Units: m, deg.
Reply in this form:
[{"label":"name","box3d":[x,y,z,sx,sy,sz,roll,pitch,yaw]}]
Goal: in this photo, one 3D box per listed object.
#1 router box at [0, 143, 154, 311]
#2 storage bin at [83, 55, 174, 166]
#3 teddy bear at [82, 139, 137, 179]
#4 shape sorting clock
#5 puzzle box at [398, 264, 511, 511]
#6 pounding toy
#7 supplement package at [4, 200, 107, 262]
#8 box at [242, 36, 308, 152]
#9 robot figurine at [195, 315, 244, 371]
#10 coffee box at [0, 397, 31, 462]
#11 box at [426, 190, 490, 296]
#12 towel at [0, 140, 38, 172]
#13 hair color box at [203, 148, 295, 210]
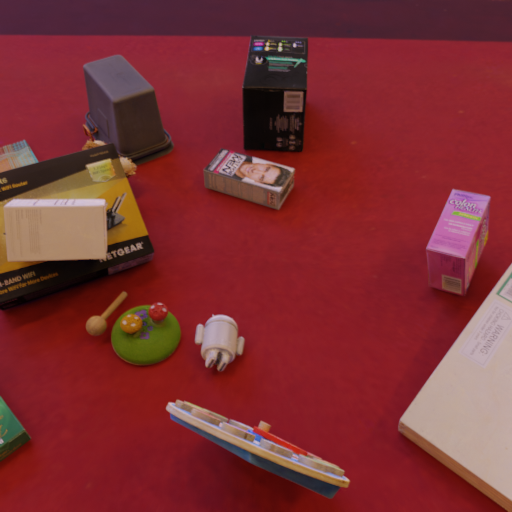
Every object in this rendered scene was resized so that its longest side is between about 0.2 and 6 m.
[{"label":"router box","box3d":[-3.410,-0.542,9.680,2.731,0.713,2.147,-20,82,-17]},{"label":"storage bin","box3d":[-3.017,-3.245,12.271,1.651,1.524,2.269,-25,52,-22]},{"label":"teddy bear","box3d":[-3.353,-1.304,10.870,1.642,0.756,2.265,23,63,-13]},{"label":"shape sorting clock","box3d":[0.013,2.239,6.779,2.343,2.343,0.460,21,72,18]},{"label":"puzzle box","box3d":[4.370,1.628,7.900,2.816,0.538,4.232,33,68,28]},{"label":"pounding toy","box3d":[-1.888,1.018,8.866,1.420,0.659,1.096,25,49,16]},{"label":"supplement package","box3d":[-3.082,-0.420,8.757,1.426,0.865,0.854,-1,12,-14]},{"label":"box","box3d":[0.451,-3.656,12.542,1.376,1.645,2.214,3,48,2]},{"label":"robot figurine","box3d":[-0.564,1.318,8.735,0.797,0.531,0.940,21,43,-16]},{"label":"coffee box","box3d":[-4.020,2.336,7.952,1.536,0.338,0.944,35,57,28]},{"label":"box","box3d":[3.429,-0.213,9.484,0.638,1.161,1.320,16,61,29]},{"label":"towel","box3d":[-5.253,-1.742,11.781,1.386,0.205,1.890,-23,51,-21]},{"label":"hair color box","box3d":[-0.140,-1.583,11.425,1.670,0.506,0.827,19,50,16]}]
